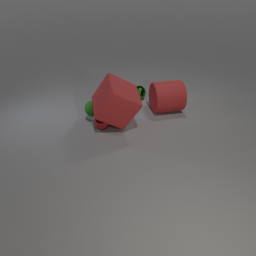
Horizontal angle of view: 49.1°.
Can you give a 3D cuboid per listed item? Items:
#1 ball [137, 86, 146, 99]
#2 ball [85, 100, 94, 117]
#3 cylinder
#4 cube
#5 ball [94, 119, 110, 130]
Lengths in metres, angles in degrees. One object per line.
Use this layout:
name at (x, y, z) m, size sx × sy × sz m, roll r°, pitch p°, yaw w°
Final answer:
ball at (0.560, -1.796, 14.174) m, size 0.700 × 0.700 × 0.700 m, roll 0°, pitch 30°, yaw 0°
ball at (-1.512, -0.837, 12.049) m, size 0.700 × 0.700 × 0.700 m, roll 0°, pitch 30°, yaw 0°
cylinder at (1.803, -1.447, 12.879) m, size 1.400 × 1.400 × 1.400 m, roll -7°, pitch 31°, yaw -10°
cube at (-0.472, -1.058, 11.146) m, size 1.400 × 1.400 × 1.400 m, roll 20°, pitch 36°, yaw -29°
ball at (-1.065, -0.272, 11.575) m, size 0.700 × 0.700 × 0.700 m, roll 0°, pitch 30°, yaw 0°
